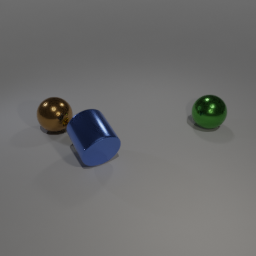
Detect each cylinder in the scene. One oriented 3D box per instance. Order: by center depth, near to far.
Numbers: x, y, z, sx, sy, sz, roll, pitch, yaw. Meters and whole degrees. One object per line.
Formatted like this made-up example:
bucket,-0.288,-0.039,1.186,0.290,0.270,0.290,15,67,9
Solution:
cylinder,-1.163,0.316,9.433,1.400,1.400,1.400,-17,53,-26

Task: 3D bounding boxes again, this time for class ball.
ball,-2.921,-0.542,11.194,1.400,1.400,1.400,0,31,0
ball,3.300,-0.657,11.394,1.400,1.400,1.400,0,31,0
